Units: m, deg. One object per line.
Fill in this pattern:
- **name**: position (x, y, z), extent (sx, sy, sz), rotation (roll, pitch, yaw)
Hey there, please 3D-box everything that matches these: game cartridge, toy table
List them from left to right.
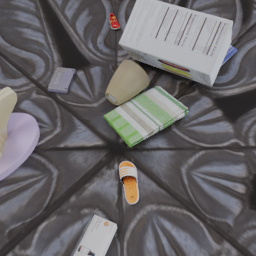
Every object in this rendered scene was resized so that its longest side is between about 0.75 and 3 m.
- **toy table**: position (-3.741, 0.220, 7.067), extent (2.592, 1.651, 2.820), rotation (27, 60, 18)
- **game cartridge**: position (-2.182, -1.581, 9.242), extent (0.669, 0.198, 1.032), rotation (6, 55, 9)

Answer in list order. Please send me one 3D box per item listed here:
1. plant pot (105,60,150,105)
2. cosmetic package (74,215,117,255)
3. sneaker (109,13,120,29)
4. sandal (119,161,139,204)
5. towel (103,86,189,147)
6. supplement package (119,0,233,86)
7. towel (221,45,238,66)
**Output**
- **plant pot**: position (-0.128, -1.293, 8.578), extent (1.094, 1.094, 1.168), rotation (34, 72, 22)
- **cosmetic package**: position (-0.787, 2.678, 6.106), extent (0.583, 0.358, 1.412), rotation (19, 57, 12)
- **sneaker**: position (-0.569, -4.180, 10.961), extent (0.327, 0.361, 0.850), rotation (-18, 57, -12)
- **sandal**: position (0.040, 1.306, 7.050), extent (0.452, 0.338, 1.180), rotation (-16, 55, 2)
- **towel**: position (0.520, -0.383, 8.270), extent (2.075, 0.318, 1.548), rotation (-30, 49, -17)
- **supplement package**: position (1.509, -2.640, 8.680), extent (2.913, 1.657, 1.596), rotation (24, 94, 19)
- **towel**: position (2.196, -2.970, 10.191), extent (2.913, 0.347, 2.109), rotation (36, 61, 21)
